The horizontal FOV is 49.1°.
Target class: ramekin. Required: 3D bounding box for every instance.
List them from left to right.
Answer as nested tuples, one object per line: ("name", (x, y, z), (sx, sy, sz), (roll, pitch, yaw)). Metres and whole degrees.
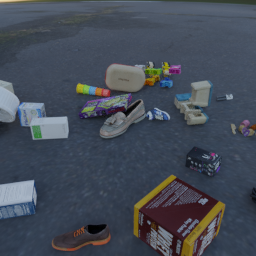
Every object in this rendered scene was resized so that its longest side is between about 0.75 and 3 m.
("ramekin", (-5.213, -0.996, 11.133), (1.720, 1.720, 0.838), (9, 65, 14))

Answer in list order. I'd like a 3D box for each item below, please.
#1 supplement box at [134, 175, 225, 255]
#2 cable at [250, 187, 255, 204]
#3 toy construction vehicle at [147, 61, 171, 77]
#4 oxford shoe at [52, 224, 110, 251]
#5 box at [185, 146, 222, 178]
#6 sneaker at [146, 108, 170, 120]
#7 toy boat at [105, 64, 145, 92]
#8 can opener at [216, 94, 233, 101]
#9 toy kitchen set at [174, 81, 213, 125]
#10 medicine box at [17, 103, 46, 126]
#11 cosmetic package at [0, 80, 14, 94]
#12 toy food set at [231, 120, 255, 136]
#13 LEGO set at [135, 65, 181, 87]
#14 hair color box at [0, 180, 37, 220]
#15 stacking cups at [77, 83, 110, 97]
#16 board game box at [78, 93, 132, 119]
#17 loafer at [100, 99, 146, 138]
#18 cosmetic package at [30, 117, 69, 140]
("supplement box", (1.197, 2.202, 6.694), (1.540, 1.023, 1.519), (26, 40, 36))
("cable", (4.104, 2.044, 7.555), (1.310, 0.408, 1.605), (-15, 34, -23))
("toy construction vehicle", (1.833, -3.402, 16.489), (1.486, 0.601, 1.707), (6, 33, -11))
("oxford shoe", (-1.119, 2.524, 6.665), (1.382, 0.501, 0.492), (-7, 32, -12))
("box", (2.426, 1.077, 9.029), (0.984, 0.522, 0.601), (20, 36, 31))
("sneaker", (1.216, -0.451, 11.773), (0.674, 0.371, 0.921), (-36, 52, -28))
("toy boat", (-0.140, -2.619, 14.295), (2.028, 1.323, 1.326), (8, 26, -6))
("can opener", (4.662, -1.465, 13.563), (0.912, 0.240, 0.303), (-10, -2, -18))
("toy kitchen set", (2.990, -1.401, 11.821), (1.364, 1.855, 2.315), (-5, 32, -7))
("medicine box", (-3.870, -0.532, 11.348), (0.948, 0.863, 0.488), (2, 31, 3))
("cosmetic package", (-6.558, -1.083, 12.052), (1.541, 1.088, 2.977), (15, 34, 24))
("toy food set", (4.975, 0.018, 11.025), (1.657, 0.261, 1.054), (5, 32, 9))
("LEGO set", (1.607, -2.829, 15.040), (2.813, 1.073, 1.154), (9, 29, 27))
("hair color box", (-3.389, 1.978, 7.546), (1.709, 0.517, 0.855), (-6, 32, -10))
("stacking cups", (-1.698, -1.859, 13.953), (1.656, 0.501, 0.501), (10, 33, 11))
("board game box", (-0.960, -0.946, 12.043), (2.115, 0.342, 1.269), (-8, 32, 19))
("loafer", (-0.216, -0.436, 11.248), (0.901, 0.788, 2.507), (21, 36, 35))
("cosmetic package", (-2.957, -0.002, 10.646), (1.301, 0.700, 0.552), (-3, 31, -3))
